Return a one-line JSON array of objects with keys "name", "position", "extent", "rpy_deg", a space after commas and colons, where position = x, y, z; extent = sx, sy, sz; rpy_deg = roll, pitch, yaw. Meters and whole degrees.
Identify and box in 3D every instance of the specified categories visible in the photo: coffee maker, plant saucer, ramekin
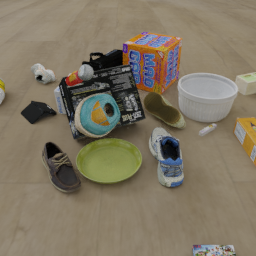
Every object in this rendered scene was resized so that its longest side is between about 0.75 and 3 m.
[{"name": "coffee maker", "position": [-0.977, -3.235, 15.258], "extent": [2.191, 1.536, 2.281], "rpy_deg": [35, 47, 19]}, {"name": "plant saucer", "position": [-0.652, 1.177, 9.818], "extent": [2.281, 0.354, 2.281], "rpy_deg": [-1, 36, 0]}, {"name": "ramekin", "position": [3.460, -1.337, 12.519], "extent": [2.539, 1.333, 2.539], "rpy_deg": [0, 35, 0]}]

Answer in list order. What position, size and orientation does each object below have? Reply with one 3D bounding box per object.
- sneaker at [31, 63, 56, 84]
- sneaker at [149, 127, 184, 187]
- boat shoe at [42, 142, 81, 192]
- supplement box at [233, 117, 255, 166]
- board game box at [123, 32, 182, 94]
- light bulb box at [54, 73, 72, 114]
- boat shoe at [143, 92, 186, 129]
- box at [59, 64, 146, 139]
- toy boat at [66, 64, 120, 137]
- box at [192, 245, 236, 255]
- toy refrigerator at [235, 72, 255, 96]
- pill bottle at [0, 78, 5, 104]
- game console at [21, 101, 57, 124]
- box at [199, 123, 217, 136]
[{"name": "sneaker", "position": [-4.877, -2.963, 15.395], "extent": [1.924, 0.728, 0.885], "rpy_deg": [25, 46, 33]}, {"name": "sneaker", "position": [1.413, 0.675, 9.799], "extent": [1.077, 1.190, 2.794], "rpy_deg": [-4, 35, -6]}, {"name": "boat shoe", "position": [-2.322, 1.242, 9.296], "extent": [0.850, 0.836, 2.281], "rpy_deg": [-24, 42, -30]}, {"name": "supplement box", "position": [4.758, 0.495, 10.437], "extent": [0.766, 0.792, 2.303], "rpy_deg": [-2, 37, -3]}, {"name": "board game box", "position": [1.268, -3.469, 14.697], "extent": [2.275, 2.275, 2.277], "rpy_deg": [19, 39, 24]}, {"name": "light bulb box", "position": [-2.045, -1.538, 12.899], "extent": [1.933, 1.206, 1.916], "rpy_deg": [7, 36, 11]}, {"name": "boat shoe", "position": [1.564, -0.775, 12.309], "extent": [0.931, 0.803, 2.554], "rpy_deg": [-51, 41, 2]}, {"name": "box", "position": [-1.020, -1.033, 11.071], "extent": [2.810, 2.301, 1.210], "rpy_deg": [-17, 0, -22]}, {"name": "toy boat", "position": [-1.030, -0.782, 8.341], "extent": [0.992, 2.135, 1.795], "rpy_deg": [-18, 16, 38]}, {"name": "box", "position": [2.184, 3.283, 6.973], "extent": [1.034, 0.195, 0.706], "rpy_deg": [0, 35, 0]}, {"name": "toy refrigerator", "position": [6.764, -2.412, 14.483], "extent": [2.330, 0.815, 0.885], "rpy_deg": [-13, 38, -17]}, {"name": "pill bottle", "position": [-6.419, -1.755, 13.483], "extent": [0.907, 0.907, 1.613], "rpy_deg": [-11, 39, -15]}, {"name": "game console", "position": [-4.027, -0.682, 12.646], "extent": [1.236, 0.720, 1.087], "rpy_deg": [34, 17, 38]}, {"name": "box", "position": [3.287, 0.073, 11.516], "extent": [0.934, 0.194, 0.181], "rpy_deg": [-26, 42, -30]}]
